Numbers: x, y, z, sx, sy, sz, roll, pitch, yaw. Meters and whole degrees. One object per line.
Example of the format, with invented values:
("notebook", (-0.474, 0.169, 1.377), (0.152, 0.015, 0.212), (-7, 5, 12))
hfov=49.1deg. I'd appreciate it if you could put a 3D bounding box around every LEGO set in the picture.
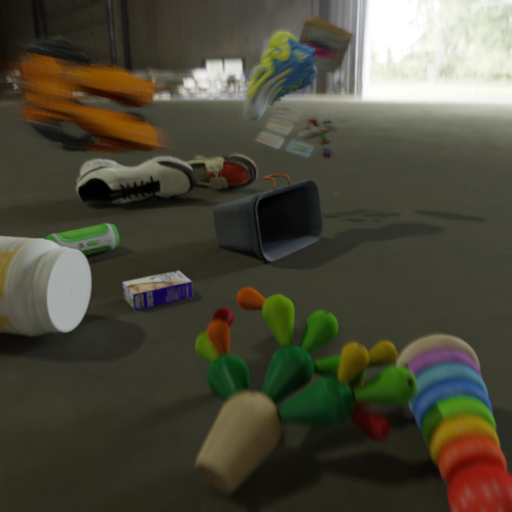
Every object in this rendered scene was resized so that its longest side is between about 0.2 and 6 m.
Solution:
("LEGO set", (1.077, -2.800, 13.223), (1.738, 0.427, 1.298), (22, 63, 19))

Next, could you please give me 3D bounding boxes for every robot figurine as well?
("robot figurine", (-2.081, -1.892, 7.007), (0.552, 1.374, 1.895), (-9, -7, 40))

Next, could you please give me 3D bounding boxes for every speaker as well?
("speaker", (-3.311, -0.257, 10.677), (1.298, 0.574, 0.574), (-16, 26, -37))

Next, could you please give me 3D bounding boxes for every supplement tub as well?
("supplement tub", (-3.400, 0.397, 7.746), (1.843, 1.340, 1.340), (4, 21, 11))

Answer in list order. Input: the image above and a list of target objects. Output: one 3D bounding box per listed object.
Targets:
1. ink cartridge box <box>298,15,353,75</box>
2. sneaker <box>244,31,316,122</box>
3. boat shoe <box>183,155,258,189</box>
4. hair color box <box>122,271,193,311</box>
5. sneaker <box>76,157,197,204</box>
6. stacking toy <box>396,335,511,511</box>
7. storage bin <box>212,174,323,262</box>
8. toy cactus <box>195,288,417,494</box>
("ink cartridge box", (1.548, -4.884, 12.985), (1.113, 0.917, 0.418), (27, 45, 7))
("sneaker", (0.575, -3.716, 11.788), (1.210, 2.305, 0.873), (19, -17, 7))
("boat shoe", (-1.182, -2.363, 15.840), (2.694, 0.959, 0.843), (11, 23, 35))
("hair color box", (-1.557, 0.539, 8.866), (0.974, 0.316, 0.533), (-13, 25, -28))
("sneaker", (-3.098, -1.778, 14.398), (3.147, 1.160, 1.259), (-2, 34, 6))
("stacking toy", (1.911, 1.673, 5.238), (0.891, 0.891, 2.088), (1, 27, 3))
("storage bin", (0.153, -0.837, 11.217), (1.396, 1.513, 2.079), (3, 18, 39))
("toy cactus", (0.179, 1.406, 5.679), (2.648, 1.354, 2.185), (16, 44, 30))
